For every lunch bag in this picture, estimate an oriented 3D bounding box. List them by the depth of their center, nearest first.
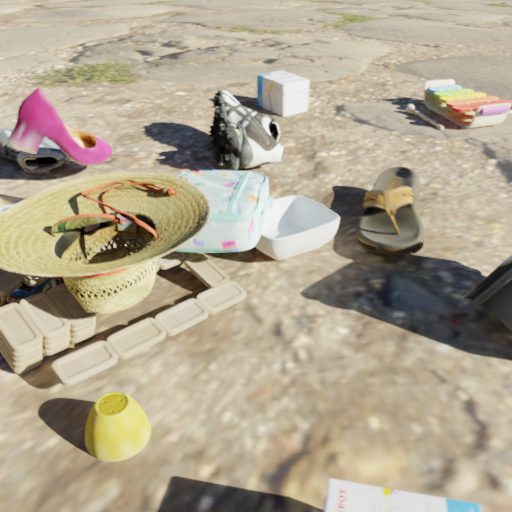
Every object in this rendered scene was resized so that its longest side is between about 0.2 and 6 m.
[{"bbox_3d":[-0.576,-0.778,8.816,1.611,0.774,2.008,0,28,8],"label":"lunch bag"}]

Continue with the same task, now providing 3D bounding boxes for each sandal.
[{"bbox_3d":[2.408,-0.962,9.851,1.150,0.768,2.814,0,37,23],"label":"sandal"}]

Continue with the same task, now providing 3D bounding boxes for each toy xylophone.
[{"bbox_3d":[5.415,-4.080,15.208,2.019,0.693,2.757,-15,34,-21],"label":"toy xylophone"}]

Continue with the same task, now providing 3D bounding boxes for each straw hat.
[{"bbox_3d":[-1.854,0.016,7.130,2.919,1.235,2.919,-1,29,1],"label":"straw hat"}]

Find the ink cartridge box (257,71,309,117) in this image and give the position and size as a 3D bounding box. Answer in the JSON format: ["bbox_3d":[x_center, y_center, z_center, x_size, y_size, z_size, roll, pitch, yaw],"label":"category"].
[{"bbox_3d":[0.746,-4.601,15.831,0.918,0.914,1.252,-21,37,-29],"label":"ink cartridge box"}]

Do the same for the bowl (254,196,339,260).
[{"bbox_3d":[0.492,-0.455,9.445,1.472,0.550,1.474,-18,32,-25],"label":"bowl"}]

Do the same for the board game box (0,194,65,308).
[{"bbox_3d":[-4.220,-0.178,9.019,3.381,0.585,2.291,11,33,16],"label":"board game box"}]

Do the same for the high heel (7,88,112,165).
[{"bbox_3d":[-3.567,-2.518,10.939,0.831,1.184,2.468,49,24,25],"label":"high heel"}]

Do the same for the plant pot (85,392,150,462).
[{"bbox_3d":[-1.512,1.757,6.013,0.702,0.499,0.702,0,31,0],"label":"plant pot"}]

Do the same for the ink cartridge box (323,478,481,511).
[{"bbox_3d":[1.101,2.499,4.434,1.229,0.898,0.902,6,32,10],"label":"ink cartridge box"}]

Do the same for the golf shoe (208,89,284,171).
[{"bbox_3d":[-0.273,-2.876,12.994,1.496,1.231,3.166,0,39,-14],"label":"golf shoe"}]

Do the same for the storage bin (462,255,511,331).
[{"bbox_3d":[3.972,0.487,7.438,2.038,1.483,1.369,-24,67,-34],"label":"storage bin"}]

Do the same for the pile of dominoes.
[{"bbox_3d":[-2.091,0.527,7.944,3.158,0.503,2.461,-23,52,-40],"label":"pile of dominoes"}]

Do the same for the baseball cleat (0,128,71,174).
[{"bbox_3d":[-5.180,-2.330,12.361,2.117,0.738,1.127,5,32,10],"label":"baseball cleat"}]
